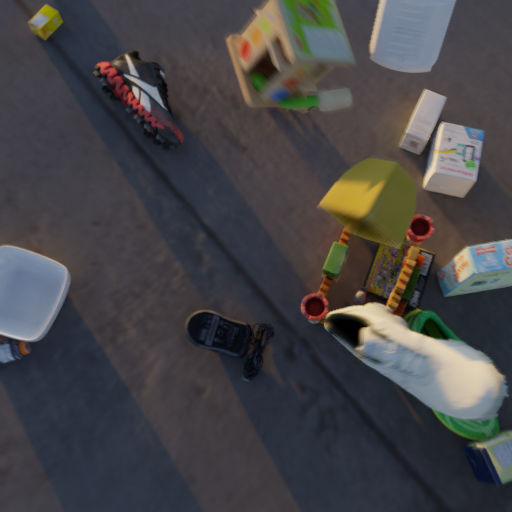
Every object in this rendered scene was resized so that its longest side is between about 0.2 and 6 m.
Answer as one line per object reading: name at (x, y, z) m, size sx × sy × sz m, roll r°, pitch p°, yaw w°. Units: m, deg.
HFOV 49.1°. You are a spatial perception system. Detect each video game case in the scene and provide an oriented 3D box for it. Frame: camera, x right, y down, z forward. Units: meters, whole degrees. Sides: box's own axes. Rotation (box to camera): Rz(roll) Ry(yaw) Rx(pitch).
video game case at (2.969, 0.357, 11.699) m, size 1.206 × 0.170 × 1.335 m, roll 21°, pitch 75°, yaw 6°

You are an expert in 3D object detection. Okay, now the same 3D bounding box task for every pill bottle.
pill bottle at (-4.938, 1.902, 11.081) m, size 0.818 × 0.434 × 0.434 m, roll -15°, pitch 73°, yaw -5°

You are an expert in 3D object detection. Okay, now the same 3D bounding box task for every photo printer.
photo printer at (2.566, -3.769, 9.372) m, size 1.144 × 1.375 × 0.477 m, roll 14°, pitch 45°, yaw 9°

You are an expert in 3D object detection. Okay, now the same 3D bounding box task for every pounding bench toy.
pounding bench toy at (0.608, -3.069, 9.449) m, size 1.304 × 1.637 × 2.099 m, roll -10°, pitch 79°, yaw -35°

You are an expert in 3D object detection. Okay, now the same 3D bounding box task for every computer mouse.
computer mouse at (-0.616, 1.666, 11.189) m, size 1.732 × 0.457 × 1.199 m, roll 23°, pitch 74°, yaw -4°

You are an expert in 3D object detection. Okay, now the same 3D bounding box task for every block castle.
block castle at (2.205, 0.297, 11.014) m, size 1.864 × 1.308 × 2.789 m, roll 22°, pitch 76°, yaw 11°

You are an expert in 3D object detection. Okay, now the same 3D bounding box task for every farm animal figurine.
farm animal figurine at (0.627, -3.751, 12.771) m, size 1.269 × 0.669 × 1.283 m, roll -12°, pitch 80°, yaw 9°

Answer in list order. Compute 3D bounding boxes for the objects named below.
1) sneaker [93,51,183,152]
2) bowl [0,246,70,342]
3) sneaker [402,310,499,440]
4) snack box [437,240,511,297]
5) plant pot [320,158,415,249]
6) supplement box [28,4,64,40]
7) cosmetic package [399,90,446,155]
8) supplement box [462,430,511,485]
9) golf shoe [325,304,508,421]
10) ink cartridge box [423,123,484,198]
sneaker at (-2.368, -3.543, 12.483) m, size 1.341 × 0.970 × 2.744 m, roll -39°, pitch 75°, yaw -9°
bowl at (-4.707, 0.818, 11.311) m, size 1.711 × 0.639 × 1.713 m, roll 19°, pitch 73°, yaw 6°
sneaker at (3.629, 2.247, 10.605) m, size 0.998 × 1.126 × 2.695 m, roll -28°, pitch 75°, yaw -9°
snack box at (5.361, 0.099, 10.908) m, size 3.138 × 1.823 × 0.582 m, roll -9°, pitch 73°, yaw -3°
plant pot at (1.875, -0.911, 8.801) m, size 1.050 × 1.043 × 1.074 m, roll 23°, pitch 80°, yaw 51°
supplement box at (-5.035, -5.615, 13.444) m, size 0.384 × 0.386 × 0.705 m, roll 33°, pitch 75°, yaw 11°
cosmetic package at (3.714, -2.973, 12.479) m, size 0.522 × 0.662 × 1.231 m, roll 24°, pitch 73°, yaw 9°
supplement box at (4.503, 3.661, 10.241) m, size 0.977 × 0.978 × 0.656 m, roll -19°, pitch 74°, yaw -6°
golf shoe at (2.130, 1.530, 8.156) m, size 1.363 × 2.804 × 1.098 m, roll 11°, pitch 99°, yaw -39°
ink cartridge box at (4.236, -2.041, 12.057) m, size 0.898 × 0.894 × 1.224 m, roll 13°, pitch 73°, yaw 5°
